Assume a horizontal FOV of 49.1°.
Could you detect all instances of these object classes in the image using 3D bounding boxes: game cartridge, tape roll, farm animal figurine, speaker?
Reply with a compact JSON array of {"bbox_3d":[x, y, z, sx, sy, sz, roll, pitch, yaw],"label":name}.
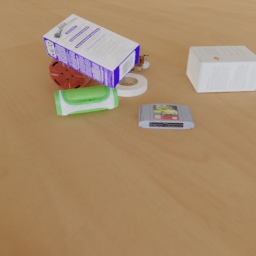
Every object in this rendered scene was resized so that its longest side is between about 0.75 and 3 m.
[{"bbox_3d":[1.139,-0.379,8.583,1.615,0.330,1.075,1,31,2],"label":"game cartridge"},{"bbox_3d":[-0.025,-1.614,10.345,1.498,0.274,1.498,0,36,0],"label":"tape roll"},{"bbox_3d":[-0.234,-2.639,11.236,1.902,0.992,1.881,21,22,12],"label":"farm animal figurine"},{"bbox_3d":[-1.308,-0.893,8.855,1.908,0.844,0.844,-9,36,-12],"label":"speaker"}]

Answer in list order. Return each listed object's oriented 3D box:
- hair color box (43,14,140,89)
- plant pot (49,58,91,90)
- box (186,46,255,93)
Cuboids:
[{"bbox_3d":[-1.023,-2.218,7.956,2.400,0.778,1.312,30,60,16],"label":"hair color box"},{"bbox_3d":[-1.903,-2.394,10.306,1.853,1.853,1.802,9,44,13],"label":"plant pot"},{"bbox_3d":[3.487,-2.222,10.425,2.192,1.166,1.669,-2,35,-3],"label":"box"}]
